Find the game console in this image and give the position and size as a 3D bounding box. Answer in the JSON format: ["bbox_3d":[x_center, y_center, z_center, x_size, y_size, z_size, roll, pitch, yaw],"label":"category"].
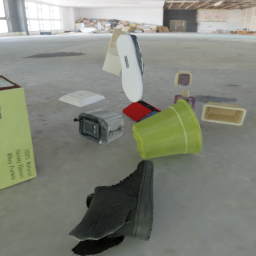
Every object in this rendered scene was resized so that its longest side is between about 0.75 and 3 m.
[{"bbox_3d":[0.670,-0.620,11.461,1.210,0.833,1.404,23,9,-34],"label":"game console"}]

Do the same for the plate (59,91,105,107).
[{"bbox_3d":[-2.182,-1.465,13.272,1.607,0.260,1.610,17,29,36],"label":"plate"}]

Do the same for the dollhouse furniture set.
[{"bbox_3d":[2.818,-0.617,9.728,2.625,2.080,1.863,8,40,11],"label":"dollhouse furniture set"}]

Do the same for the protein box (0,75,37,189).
[{"bbox_3d":[-3.758,0.210,6.612,2.425,2.408,1.636,-17,29,-34],"label":"protein box"}]

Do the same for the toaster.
[{"bbox_3d":[-0.909,-0.102,9.299,1.610,0.915,1.040,18,25,36],"label":"toaster"}]

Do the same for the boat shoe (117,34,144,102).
[{"bbox_3d":[0.182,-1.720,8.022,0.680,1.896,0.643,-4,12,45],"label":"boat shoe"}]

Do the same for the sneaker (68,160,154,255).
[{"bbox_3d":[-0.202,1.442,5.776,1.409,0.811,2.702,6,27,2],"label":"sneaker"}]

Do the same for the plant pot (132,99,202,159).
[{"bbox_3d":[1.025,0.188,8.086,1.597,1.682,1.682,-18,26,-7],"label":"plant pot"}]

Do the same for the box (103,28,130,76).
[{"bbox_3d":[-0.435,-3.079,11.275,0.744,0.908,1.913,17,45,-10],"label":"box"}]
